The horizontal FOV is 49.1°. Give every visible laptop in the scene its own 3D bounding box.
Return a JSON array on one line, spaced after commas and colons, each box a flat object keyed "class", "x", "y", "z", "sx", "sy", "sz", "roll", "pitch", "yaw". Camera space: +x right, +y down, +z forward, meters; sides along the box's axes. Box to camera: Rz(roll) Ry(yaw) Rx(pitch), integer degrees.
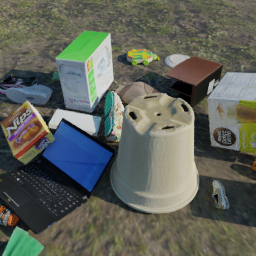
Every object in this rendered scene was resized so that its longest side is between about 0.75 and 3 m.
[{"class": "laptop", "x": -2.390, "y": 1.257, "z": 8.768, "sx": 2.652, "sy": 1.545, "sz": 2.992, "roll": 29, "pitch": 34, "yaw": 29}]

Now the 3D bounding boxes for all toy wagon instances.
[{"class": "toy wagon", "x": 0.854, "y": -4.018, "z": 15.710, "sx": 1.822, "sy": 0.361, "sz": 1.414, "roll": -1, "pitch": 42, "yaw": -1}]

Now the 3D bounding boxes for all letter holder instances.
[{"class": "letter holder", "x": 2.977, "y": -2.231, "z": 13.060, "sx": 1.727, "sy": 1.222, "sz": 2.430, "roll": 29, "pitch": 49, "yaw": 31}]

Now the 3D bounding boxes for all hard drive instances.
[{"class": "hard drive", "x": -2.059, "y": -0.224, "z": 11.138, "sx": 1.854, "sy": 0.244, "sz": 1.223, "roll": 11, "pitch": 31, "yaw": -3}]

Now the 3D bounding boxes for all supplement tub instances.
[{"class": "supplement tub", "x": -3.637, "y": 2.527, "z": 8.170, "sx": 0.833, "sy": 0.510, "sz": 0.510, "roll": 15, "pitch": 44, "yaw": 16}]

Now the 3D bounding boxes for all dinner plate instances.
[{"class": "dinner plate", "x": 2.854, "y": -3.751, "z": 15.555, "sx": 1.646, "sy": 0.200, "sz": 1.646, "roll": 1, "pitch": 41, "yaw": -1}]

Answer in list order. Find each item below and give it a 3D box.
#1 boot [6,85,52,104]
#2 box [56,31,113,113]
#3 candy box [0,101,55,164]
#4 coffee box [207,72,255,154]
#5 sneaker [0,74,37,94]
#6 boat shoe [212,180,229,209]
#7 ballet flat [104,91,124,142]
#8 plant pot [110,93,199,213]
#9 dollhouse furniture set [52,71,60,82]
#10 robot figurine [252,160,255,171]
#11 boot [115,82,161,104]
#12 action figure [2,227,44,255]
[{"class": "boot", "x": -4.473, "y": -1.597, "z": 12.823, "sx": 1.939, "sy": 0.713, "sz": 0.927, "roll": 11, "pitch": 35, "yaw": 0}, {"class": "box", "x": -1.798, "y": -2.532, "z": 12.406, "sx": 1.365, "sy": 2.492, "sz": 2.824, "roll": 10, "pitch": 42, "yaw": 14}, {"class": "candy box", "x": -3.749, "y": 0.092, "z": 10.300, "sx": 1.380, "sy": 0.668, "sz": 2.366, "roll": -41, "pitch": 43, "yaw": -6}, {"class": "coffee box", "x": 4.289, "y": -0.591, "z": 10.165, "sx": 2.104, "sy": 2.125, "sz": 2.128, "roll": 10, "pitch": 40, "yaw": 34}, {"class": "sneaker", "x": -5.251, "y": -2.200, "z": 13.327, "sx": 1.827, "sy": 0.789, "sz": 0.734, "roll": -21, "pitch": 47, "yaw": -23}, {"class": "boat shoe", "x": 2.829, "y": 2.070, "z": 8.793, "sx": 0.343, "sy": 0.375, "sz": 1.004, "roll": 0, "pitch": 42, "yaw": -9}, {"class": "ballet flat", "x": -0.491, "y": -0.425, "z": 11.401, "sx": 0.867, "sy": 1.026, "sz": 2.712, "roll": 21, "pitch": 41, "yaw": -22}, {"class": "plant pot", "x": 0.860, "y": 0.575, "z": 8.628, "sx": 2.985, "sy": 2.732, "sz": 2.985, "roll": -1, "pitch": 40, "yaw": 1}, {"class": "dollhouse furniture set", "x": -3.278, "y": -2.809, "z": 14.157, "sx": 1.191, "sy": 0.598, "sz": 0.780, "roll": -3, "pitch": 41, "yaw": -3}, {"class": "robot figurine", "x": 5.282, "y": 1.417, "z": 9.402, "sx": 1.902, "sy": 0.554, "sz": 1.379, "roll": 28, "pitch": 48, "yaw": 29}, {"class": "boot", "x": 0.282, "y": -1.210, "z": 12.129, "sx": 1.893, "sy": 0.909, "sz": 2.589, "roll": 15, "pitch": 35, "yaw": 14}, {"class": "action figure", "x": -2.935, "y": 3.604, "z": 6.711, "sx": 0.569, "sy": 1.229, "sz": 2.081, "roll": -5, "pitch": 44, "yaw": 31}]
